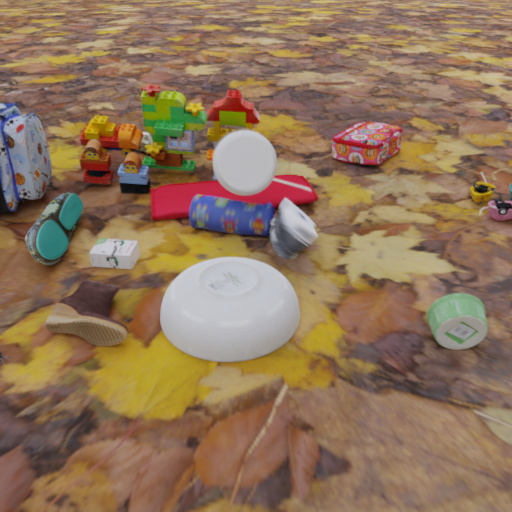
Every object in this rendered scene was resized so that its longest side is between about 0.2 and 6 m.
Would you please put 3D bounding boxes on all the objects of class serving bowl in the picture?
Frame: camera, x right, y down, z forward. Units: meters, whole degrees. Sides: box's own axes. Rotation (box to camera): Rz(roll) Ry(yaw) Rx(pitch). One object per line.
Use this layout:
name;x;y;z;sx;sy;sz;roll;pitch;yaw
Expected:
serving bowl;-0.443;0.684;9.321;2.362;0.777;2.362;-1;33;0

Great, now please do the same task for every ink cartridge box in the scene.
ink cartridge box;-2.730;-0.044;10.870;0.800;0.337;0.584;3;33;5

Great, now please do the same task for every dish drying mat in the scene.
dish drying mat;-0.559;-1.422;13.035;3.758;0.342;1.443;-6;33;-9

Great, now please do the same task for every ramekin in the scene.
ramekin;3.130;1.047;8.683;0.886;0.886;0.433;2;39;3

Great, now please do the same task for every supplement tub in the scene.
supplement tub;-0.230;-1.803;10.956;1.216;1.216;1.677;-2;8;-3

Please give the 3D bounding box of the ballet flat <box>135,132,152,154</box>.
ballet flat;-2.831;-3.077;15.432;1.760;0.622;0.622;19;37;27

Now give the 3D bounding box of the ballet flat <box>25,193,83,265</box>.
ballet flat;-4.175;-0.461;11.298;0.873;0.873;2.352;2;30;3

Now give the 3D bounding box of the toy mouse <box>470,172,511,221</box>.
toy mouse;5.699;-1.165;12.581;1.826;0.398;2.054;18;37;27

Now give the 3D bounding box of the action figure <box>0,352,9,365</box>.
action figure;-4.195;1.462;8.416;0.867;0.443;0.516;0;22;3

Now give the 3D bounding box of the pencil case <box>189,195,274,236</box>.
pencil case;-0.474;-0.866;11.802;1.830;0.714;0.795;7;47;11

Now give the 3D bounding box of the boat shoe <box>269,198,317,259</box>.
boat shoe;0.653;-0.475;11.033;0.898;0.848;2.503;41;11;-10

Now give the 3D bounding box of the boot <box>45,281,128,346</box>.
boot;-2.576;0.855;9.250;1.511;0.547;1.257;7;34;17

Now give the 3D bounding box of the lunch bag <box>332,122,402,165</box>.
lunch bag;2.952;-3.116;15.398;1.665;0.774;1.890;17;35;33

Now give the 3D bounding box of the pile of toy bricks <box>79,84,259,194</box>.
pile of toy bricks;-2.211;-3.103;13.560;4.526;2.235;2.511;3;44;1

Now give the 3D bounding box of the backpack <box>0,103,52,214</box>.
backpack;-5.757;-2.341;12.643;2.031;2.637;2.512;-2;27;-15
